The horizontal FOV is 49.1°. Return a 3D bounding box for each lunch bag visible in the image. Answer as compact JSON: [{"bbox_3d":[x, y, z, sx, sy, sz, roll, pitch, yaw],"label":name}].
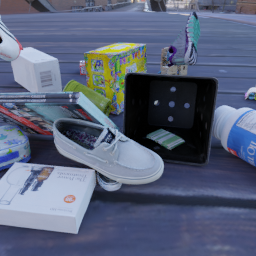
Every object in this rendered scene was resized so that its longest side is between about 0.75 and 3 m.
[{"bbox_3d":[-3.371,0.567,6.955,1.685,0.695,1.354,-19,32,-32],"label":"lunch bag"}]

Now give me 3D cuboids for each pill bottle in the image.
[{"bbox_3d":[3.160,0.240,6.988,1.266,1.266,2.255,-16,30,-28],"label":"pill bottle"}]

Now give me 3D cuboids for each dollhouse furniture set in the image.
[{"bbox_3d":[1.908,-3.088,13.432,1.228,1.221,1.742,23,35,37],"label":"dollhouse furniture set"}]

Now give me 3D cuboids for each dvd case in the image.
[{"bbox_3d":[-1.969,-0.271,6.998,2.982,2.177,0.328,3,70,23],"label":"dvd case"}]

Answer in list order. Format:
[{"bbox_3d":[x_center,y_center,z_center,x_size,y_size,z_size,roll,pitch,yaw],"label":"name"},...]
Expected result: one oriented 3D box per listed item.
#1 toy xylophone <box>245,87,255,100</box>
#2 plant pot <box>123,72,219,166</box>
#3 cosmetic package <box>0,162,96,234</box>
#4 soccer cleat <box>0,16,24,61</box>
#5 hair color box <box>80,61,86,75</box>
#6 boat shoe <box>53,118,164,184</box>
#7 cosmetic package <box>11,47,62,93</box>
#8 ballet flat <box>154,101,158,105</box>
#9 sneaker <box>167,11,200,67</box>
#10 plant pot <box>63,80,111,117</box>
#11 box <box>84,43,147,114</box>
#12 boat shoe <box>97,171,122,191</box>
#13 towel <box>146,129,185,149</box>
[{"bbox_3d":[5.387,-1.304,10.908,1.514,0.380,1.108,16,31,28],"label":"toy xylophone"},{"bbox_3d":[1.140,-0.440,7.623,2.171,2.176,1.930,6,17,11],"label":"plant pot"},{"bbox_3d":[-1.735,1.350,5.702,1.880,0.486,1.418,4,30,7],"label":"cosmetic package"},{"bbox_3d":[-3.719,-2.714,7.242,2.369,0.813,1.009,51,14,4],"label":"soccer cleat"},{"bbox_3d":[-1.599,-3.089,14.207,1.640,0.524,0.910,-5,28,-6],"label":"hair color box"},{"bbox_3d":[-0.505,0.426,5.986,2.604,0.927,0.909,17,57,16],"label":"boat shoe"},{"bbox_3d":[-3.980,-2.441,11.929,1.090,1.497,2.944,-19,34,-32],"label":"cosmetic package"},{"bbox_3d":[0.958,-1.162,10.471,0.635,0.635,1.829,15,31,27],"label":"ballet flat"},{"bbox_3d":[1.952,-3.213,10.034,1.037,0.882,2.369,-4,56,29],"label":"sneaker"},{"bbox_3d":[-1.289,-0.658,8.849,1.333,1.384,1.384,18,30,8],"label":"plant pot"},{"bbox_3d":[-0.352,-1.868,10.149,1.290,2.037,2.114,13,29,29],"label":"box"},{"bbox_3d":[-0.471,0.786,6.642,0.587,0.578,1.630,-3,30,-8],"label":"boat shoe"},{"bbox_3d":[1.063,0.303,7.950,0.698,0.107,0.915,-22,34,-38],"label":"towel"}]
